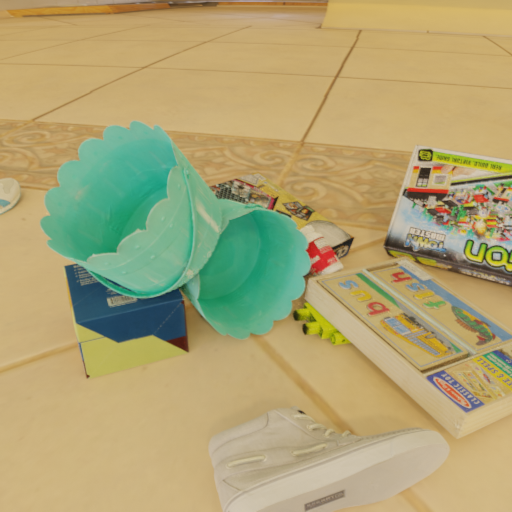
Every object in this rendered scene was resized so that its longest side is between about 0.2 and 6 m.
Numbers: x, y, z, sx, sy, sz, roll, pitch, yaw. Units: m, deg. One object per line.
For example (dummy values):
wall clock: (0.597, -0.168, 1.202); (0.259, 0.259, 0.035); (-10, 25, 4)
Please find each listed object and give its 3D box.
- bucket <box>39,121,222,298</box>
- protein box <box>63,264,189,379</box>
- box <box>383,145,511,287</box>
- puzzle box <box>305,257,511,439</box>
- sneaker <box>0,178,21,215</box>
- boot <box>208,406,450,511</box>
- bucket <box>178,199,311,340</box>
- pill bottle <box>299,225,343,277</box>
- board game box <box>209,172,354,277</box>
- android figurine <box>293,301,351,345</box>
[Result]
bucket: (-1.645, -0.578, 7.742); (2.244, 1.460, 2.244); (-15, 57, 24)
protein box: (-2.033, 0.822, 8.682); (1.566, 1.064, 1.578); (-12, 33, -19)
box: (4.540, -0.590, 10.065); (3.946, 2.172, 0.685); (15, -9, 25)
puzzle box: (2.569, 1.126, 8.483); (2.236, 0.427, 3.361); (-12, 34, -29)
sneaker: (-6.182, -1.322, 12.412); (0.865, 0.913, 2.260); (12, 32, 22)
boot: (0.783, 2.191, 6.476); (2.661, 0.979, 1.272); (-11, 39, -15)
bucket: (-0.321, 0.110, 8.983); (2.127, 2.127, 1.384); (-18, 27, -27)
pill bottle: (1.040, -0.039, 9.677); (0.531, 0.531, 0.945); (-23, 73, -33)
board game box: (0.294, -0.648, 11.032); (1.847, 0.472, 2.726); (-23, 50, -41)
android figurine: (1.247, 1.021, 9.062); (1.221, 0.251, 1.112); (-4, 31, -23)
